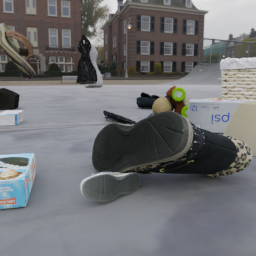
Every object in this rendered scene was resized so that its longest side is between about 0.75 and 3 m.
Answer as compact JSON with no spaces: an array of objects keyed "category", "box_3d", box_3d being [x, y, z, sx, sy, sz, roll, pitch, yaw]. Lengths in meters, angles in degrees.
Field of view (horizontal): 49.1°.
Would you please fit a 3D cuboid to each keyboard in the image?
[{"category":"keyboard","box_3d":[-0.482,-0.341,10.318,0.930,0.354,1.787,20,0,-27]}]

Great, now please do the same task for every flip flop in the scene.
[{"category":"flip flop","box_3d":[-3.428,-2.585,8.790,0.779,1.097,2.706,-31,50,-3]}]

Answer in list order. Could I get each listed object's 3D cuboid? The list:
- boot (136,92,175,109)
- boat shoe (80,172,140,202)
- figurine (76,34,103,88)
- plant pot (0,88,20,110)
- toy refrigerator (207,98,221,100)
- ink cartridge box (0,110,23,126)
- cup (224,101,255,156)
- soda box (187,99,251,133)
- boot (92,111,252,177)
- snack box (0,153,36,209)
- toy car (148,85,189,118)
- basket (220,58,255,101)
[{"category":"boot","box_3d":[1.601,-1.461,14.300,1.871,0.851,2.227,9,20,25]},{"category":"boat shoe","box_3d":[-0.265,0.786,3.893,0.326,0.375,1.017,-5,-2,44]},{"category":"figurine","box_3d":[-1.581,-2.692,11.652,0.824,1.867,1.914,-3,0,6]},{"category":"plant pot","box_3d":[-5.947,-1.388,13.843,0.906,1.021,1.019,9,10,-2]},{"category":"toy refrigerator","box_3d":[3.331,-0.875,11.615,2.081,0.728,0.790,-10,14,-44]},{"category":"ink cartridge box","box_3d":[-4.119,-0.361,9.831,0.663,0.382,1.145,-1,11,-5]},{"category":"cup","box_3d":[2.929,-0.045,6.368,1.490,1.065,1.490,-1,11,0]},{"category":"soda box","box_3d":[3.251,-0.347,8.321,2.892,0.917,0.987,3,11,14]},{"category":"boot","box_3d":[0.607,0.433,4.674,1.778,0.850,2.355,15,-18,-33]},{"category":"snack box","box_3d":[-2.501,0.754,3.888,2.225,0.413,1.293,-3,11,-13]},{"category":"toy car","box_3d":[1.424,-0.620,10.152,1.738,1.371,1.428,-28,2,12]},{"category":"basket","box_3d":[4.822,-1.363,10.086,2.805,2.256,2.779,6,12,24]}]
